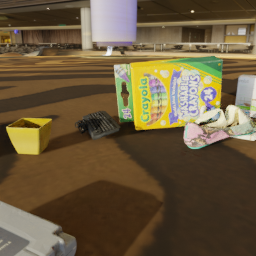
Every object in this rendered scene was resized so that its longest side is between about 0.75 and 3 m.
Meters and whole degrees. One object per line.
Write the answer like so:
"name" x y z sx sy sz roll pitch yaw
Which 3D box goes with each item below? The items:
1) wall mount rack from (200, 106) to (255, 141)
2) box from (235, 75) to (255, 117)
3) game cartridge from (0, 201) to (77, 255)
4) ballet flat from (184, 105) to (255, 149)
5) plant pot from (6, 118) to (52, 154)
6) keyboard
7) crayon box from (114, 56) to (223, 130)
"wall mount rack" 3.171 -0.405 8.273 2.612 0.974 2.269 10 21 26
"box" 4.647 -1.087 9.727 1.582 1.396 0.765 12 21 35
"game cartridge" -1.964 1.640 2.797 1.690 0.527 2.537 5 18 30
"ballet flat" 2.499 -0.118 7.326 2.389 0.850 0.826 -13 21 -22
"plant pot" -2.348 0.213 6.812 0.802 0.707 0.802 3 18 6
"keyboard" -0.994 -0.206 8.167 1.102 0.419 2.117 -23 21 -11
"crayon box" 1.130 -0.974 8.059 2.929 1.841 0.755 -5 23 1
